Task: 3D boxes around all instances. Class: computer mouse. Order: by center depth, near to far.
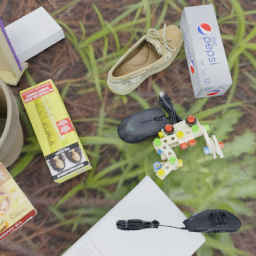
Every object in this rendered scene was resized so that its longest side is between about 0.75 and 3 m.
[{"bbox_3d":[0.894,1.645,4.997,2.228,0.653,0.379,2,65,-3],"label":"computer mouse"},{"bbox_3d":[0.553,-0.199,7.600,1.792,0.472,1.241,-23,76,-7],"label":"computer mouse"}]

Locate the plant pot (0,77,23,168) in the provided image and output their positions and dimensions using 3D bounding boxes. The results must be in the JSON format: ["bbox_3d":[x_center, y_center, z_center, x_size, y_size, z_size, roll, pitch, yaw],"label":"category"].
[{"bbox_3d":[-3.597,0.089,6.568,2.633,2.285,2.633,0,74,1],"label":"plant pot"}]

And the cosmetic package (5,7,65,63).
[{"bbox_3d":[-2.853,-2.776,8.303,1.538,0.397,1.159,-36,67,-12],"label":"cosmetic package"}]

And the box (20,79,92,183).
[{"bbox_3d":[-1.913,0.068,7.422,0.979,0.652,2.602,-24,75,-7],"label":"box"}]

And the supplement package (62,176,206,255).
[{"bbox_3d":[-0.086,2.704,6.095,2.911,1.708,1.702,-40,77,-11],"label":"supplement package"}]

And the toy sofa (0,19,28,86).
[{"bbox_3d":[-3.447,-2.405,7.116,1.091,2.634,1.285,14,62,5],"label":"toy sofa"}]

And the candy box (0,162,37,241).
[{"bbox_3d":[-1.709,0.936,3.609,0.644,0.309,1.117,-35,36,-24],"label":"candy box"}]

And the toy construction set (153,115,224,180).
[{"bbox_3d":[1.483,0.464,7.173,1.979,0.911,1.297,-15,62,-9],"label":"toy construction set"}]

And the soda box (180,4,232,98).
[{"bbox_3d":[2.169,-2.190,8.006,0.872,0.810,2.554,-8,74,-2],"label":"soda box"}]

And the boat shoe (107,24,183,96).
[{"bbox_3d":[0.567,-2.028,7.923,1.022,0.874,2.789,42,78,11],"label":"boat shoe"}]
